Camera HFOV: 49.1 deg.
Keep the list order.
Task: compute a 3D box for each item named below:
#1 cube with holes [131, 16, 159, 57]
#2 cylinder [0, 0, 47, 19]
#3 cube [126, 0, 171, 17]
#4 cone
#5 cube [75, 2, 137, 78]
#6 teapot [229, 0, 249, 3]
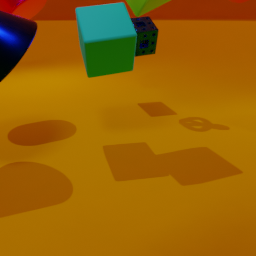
[{"bbox_3d":[0.372,-2.883,8.846,0.848,0.848,0.848,-12,51,-13],"label":"cube with holes"},{"bbox_3d":[-3.001,-3.591,7.246,1.298,1.298,1.298,-35,10,7],"label":"cylinder"},{"bbox_3d":[0.474,-3.192,5.752,1.074,1.074,1.074,-34,3,-19],"label":"cube"},{"bbox_3d":[-2.724,-1.721,4.631,1.668,1.674,1.668,-25,45,28],"label":"cone"},{"bbox_3d":[-0.468,-1.831,5.884,1.025,1.025,1.025,-11,61,-10],"label":"cube"},{"bbox_3d":[2.414,-3.104,5.778,0.974,0.767,1.567,-22,-10,11],"label":"teapot"}]
